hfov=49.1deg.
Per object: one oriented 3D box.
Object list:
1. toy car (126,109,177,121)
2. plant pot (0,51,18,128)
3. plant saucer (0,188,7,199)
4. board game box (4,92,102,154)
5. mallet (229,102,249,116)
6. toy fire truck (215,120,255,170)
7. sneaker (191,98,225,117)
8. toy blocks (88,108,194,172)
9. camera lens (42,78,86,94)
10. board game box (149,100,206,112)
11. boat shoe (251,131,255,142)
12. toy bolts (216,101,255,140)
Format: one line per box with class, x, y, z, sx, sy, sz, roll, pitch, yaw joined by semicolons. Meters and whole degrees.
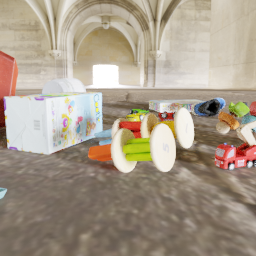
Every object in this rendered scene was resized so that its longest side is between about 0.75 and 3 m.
toy car;0.697;-0.406;10.674;2.265;0.505;2.131;-4;11;-23
plant pot;-4.750;-1.188;8.268;2.593;2.940;2.943;7;-1;-18
plant saucer;-2.300;1.072;3.583;0.523;0.142;1.497;4;10;21
board game box;-1.877;-0.276;7.639;1.301;1.324;2.525;5;11;23
mallet;4.789;-0.593;12.348;1.880;0.619;0.387;-28;14;-38
toy fire truck;2.386;0.275;5.586;1.385;0.977;0.338;-3;10;-20
sneaker;4.046;-0.998;13.027;2.008;0.771;1.117;-10;8;-27
toy blocks;-0.033;0.290;5.868;2.327;0.845;1.939;-8;14;34
camera lens;-3.507;-1.923;15.659;1.683;1.683;2.105;5;12;24
board game box;2.752;-1.207;15.072;2.817;0.482;1.894;-2;10;-12
boat shoe;3.538;0.219;6.960;1.594;0.590;0.589;-8;13;-38
toy bolts;3.548;-0.024;8.399;1.487;1.080;1.557;39;-4;-6
